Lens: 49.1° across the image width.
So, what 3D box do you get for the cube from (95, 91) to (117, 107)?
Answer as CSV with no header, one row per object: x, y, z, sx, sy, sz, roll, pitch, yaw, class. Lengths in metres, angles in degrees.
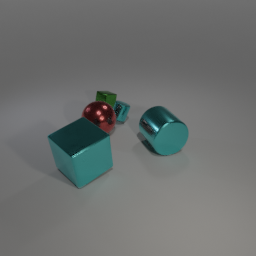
-1.052,-1.343,13.300,0.700,0.700,0.700,25,23,38,cube

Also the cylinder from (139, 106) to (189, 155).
1.298,0.075,10.392,1.400,1.400,1.400,-11,31,-18,cylinder

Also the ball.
-1.165,-0.385,11.204,1.400,1.400,1.400,0,30,0,ball

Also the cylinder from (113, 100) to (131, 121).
-0.330,-0.744,12.184,0.700,0.700,0.700,20,18,-7,cylinder

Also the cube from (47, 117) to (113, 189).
-1.482,0.749,8.931,1.400,1.400,1.400,-32,46,-31,cube
